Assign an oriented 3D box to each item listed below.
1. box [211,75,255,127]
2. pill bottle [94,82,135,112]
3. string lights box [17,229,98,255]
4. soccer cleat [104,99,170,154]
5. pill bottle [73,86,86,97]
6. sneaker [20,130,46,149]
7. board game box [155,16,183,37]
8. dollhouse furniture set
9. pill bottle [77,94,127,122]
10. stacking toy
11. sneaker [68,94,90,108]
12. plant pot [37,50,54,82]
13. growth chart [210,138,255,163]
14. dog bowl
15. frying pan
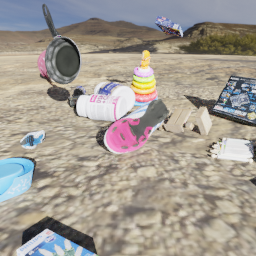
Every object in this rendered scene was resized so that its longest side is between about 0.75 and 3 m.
[{"bbox_3d":[4.511,-1.080,10.772,0.493,1.705,2.145,31,-3,-36],"label":"box"},{"bbox_3d":[-0.672,-1.430,12.551,1.183,1.183,2.044,-11,21,-29],"label":"pill bottle"},{"bbox_3d":[-0.965,1.903,3.947,1.123,0.331,0.577,12,22,31],"label":"string lights box"},{"bbox_3d":[0.192,0.053,8.794,2.924,1.021,1.262,-35,2,-42],"label":"soccer cleat"},{"bbox_3d":[-2.575,-1.951,15.026,0.578,0.578,1.033,0,19,0],"label":"pill bottle"},{"bbox_3d":[-2.990,0.368,8.519,0.502,0.434,1.157,-2,9,12],"label":"sneaker"},{"bbox_3d":[1.716,-4.024,11.265,1.042,0.321,1.042,24,6,19],"label":"board game box"},{"bbox_3d":[1.775,-0.136,9.666,1.851,0.820,0.960,5,48,40],"label":"dollhouse furniture set"},{"bbox_3d":[-1.016,-0.790,10.904,1.772,1.005,1.005,6,20,17],"label":"pill bottle"},{"bbox_3d":[0.733,-2.344,12.935,1.403,2.556,1.483,2,38,2],"label":"stacking toy"},{"bbox_3d":[-2.030,-1.118,12.591,0.988,0.695,1.859,-15,14,-24],"label":"sneaker"},{"bbox_3d":[-5.197,-4.258,19.889,2.181,2.181,1.953,-8,36,-22],"label":"plant pot"},{"bbox_3d":[3.083,0.596,8.139,1.210,0.148,1.673,9,21,26],"label":"growth chart"},{"bbox_3d":[-2.915,1.193,5.840,1.955,0.485,1.090,-18,26,-41],"label":"dog bowl"},{"bbox_3d":[-2.675,-2.905,10.370,1.711,2.829,0.460,-41,-11,28],"label":"frying pan"}]
